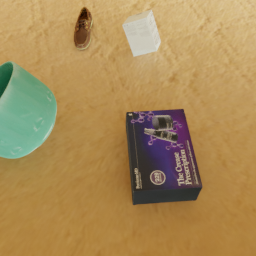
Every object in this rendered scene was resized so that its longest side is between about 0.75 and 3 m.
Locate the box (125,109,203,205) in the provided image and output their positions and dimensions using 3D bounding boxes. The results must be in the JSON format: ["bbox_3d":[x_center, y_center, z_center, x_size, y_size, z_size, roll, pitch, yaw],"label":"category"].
[{"bbox_3d":[0.729,0.613,6.475,1.458,0.814,2.065,-5,55,-1],"label":"box"}]

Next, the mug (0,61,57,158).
[{"bbox_3d":[-2.744,-0.283,6.535,2.382,1.473,1.957,-5,58,42],"label":"mug"}]

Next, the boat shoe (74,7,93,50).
[{"bbox_3d":[-1.525,-3.336,9.333,0.592,0.555,1.644,0,62,6],"label":"boat shoe"}]

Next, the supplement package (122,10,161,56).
[{"bbox_3d":[0.438,-2.859,8.467,0.777,1.024,0.772,-8,35,24],"label":"supplement package"}]
